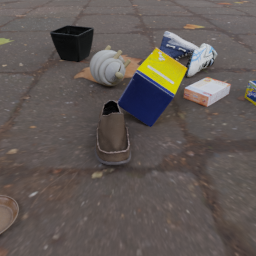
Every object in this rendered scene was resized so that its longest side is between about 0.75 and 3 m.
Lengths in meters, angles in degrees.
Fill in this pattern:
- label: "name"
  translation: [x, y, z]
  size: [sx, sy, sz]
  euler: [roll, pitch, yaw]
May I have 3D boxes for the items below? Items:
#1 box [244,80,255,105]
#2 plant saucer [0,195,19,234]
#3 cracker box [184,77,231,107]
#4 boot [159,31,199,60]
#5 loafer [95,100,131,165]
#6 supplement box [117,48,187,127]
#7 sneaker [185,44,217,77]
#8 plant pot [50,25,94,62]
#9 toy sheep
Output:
- label: "box"
  translation: [5.244, -1.334, 9.874]
  size: [2.051, 0.659, 0.718]
  euler: [-8, 34, -13]
- label: "plant saucer"
  translation: [-2.677, 1.769, 5.450]
  size: [1.073, 0.196, 1.073]
  euler: [1, 33, 0]
- label: "cracker box"
  translation: [2.851, -1.327, 10.080]
  size: [1.483, 0.428, 0.993]
  euler: [-26, 41, -36]
- label: "boot"
  translation: [2.480, -3.718, 13.568]
  size: [2.359, 1.066, 0.858]
  euler: [15, 14, -32]
- label: "loafer"
  translation: [-0.483, 0.035, 7.507]
  size: [0.920, 0.894, 2.519]
  euler: [-5, 33, -8]
- label: "supplement box"
  translation: [0.820, -1.375, 8.944]
  size: [1.311, 1.303, 2.394]
  euler: [34, 37, -1]
- label: "sneaker"
  translation: [3.200, -2.934, 12.192]
  size: [0.961, 0.953, 2.652]
  euler: [29, 45, 14]
- label: "plant pot"
  translation: [-2.597, -4.013, 13.430]
  size: [1.529, 1.360, 1.533]
  euler: [12, 34, 19]
- label: "toy sheep"
  translation: [-0.724, -2.303, 10.707]
  size: [1.483, 1.483, 2.151]
  euler: [-14, 27, -21]
